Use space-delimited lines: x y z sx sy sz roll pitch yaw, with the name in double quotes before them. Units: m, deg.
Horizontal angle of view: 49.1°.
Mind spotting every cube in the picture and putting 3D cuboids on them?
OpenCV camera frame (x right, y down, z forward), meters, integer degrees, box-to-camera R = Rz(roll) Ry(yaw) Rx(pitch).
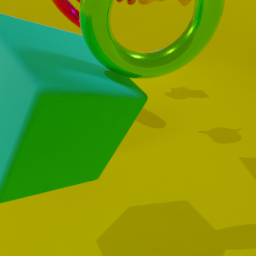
"cube" -0.812 -0.211 2.832 1.224 1.224 1.224 -4 43 -49

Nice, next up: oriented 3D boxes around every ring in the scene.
"ring" -1.082 -2.641 6.091 1.591 1.591 0.318 29 80 37
"ring" 0.216 -0.950 2.367 1.245 1.245 0.249 -7 47 -11

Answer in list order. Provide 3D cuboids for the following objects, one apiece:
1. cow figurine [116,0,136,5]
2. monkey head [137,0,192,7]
"cow figurine" 0.138 -3.841 6.903 0.728 1.326 1.304 5 1 -19
"monkey head" 0.731 -2.578 4.956 0.873 1.214 0.732 20 32 -37
